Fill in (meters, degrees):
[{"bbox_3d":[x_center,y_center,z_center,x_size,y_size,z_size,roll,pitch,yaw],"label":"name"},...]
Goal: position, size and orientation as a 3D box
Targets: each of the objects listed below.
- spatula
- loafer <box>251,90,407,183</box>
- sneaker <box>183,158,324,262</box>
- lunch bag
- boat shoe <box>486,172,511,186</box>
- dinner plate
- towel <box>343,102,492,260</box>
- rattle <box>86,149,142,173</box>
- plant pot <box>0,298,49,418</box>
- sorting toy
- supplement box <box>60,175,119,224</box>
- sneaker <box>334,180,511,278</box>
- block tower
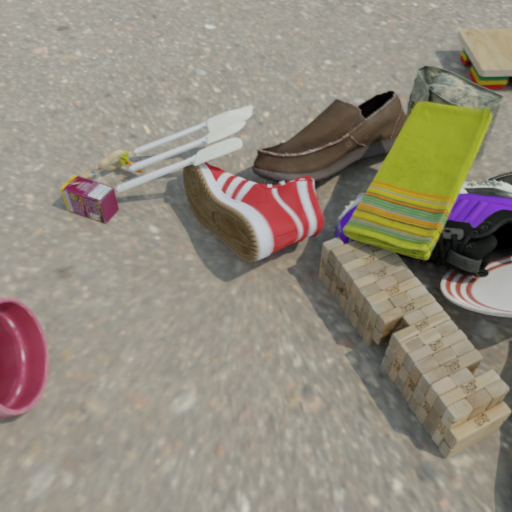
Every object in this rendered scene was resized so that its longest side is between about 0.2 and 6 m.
[{"bbox_3d":[-1.324,-1.985,10.392,2.614,0.210,1.817,-17,38,20],"label":"spatula"},{"bbox_3d":[1.413,-2.371,10.785,3.548,1.260,1.296,-23,29,-25],"label":"loafer"},{"bbox_3d":[-0.055,-1.020,9.864,1.706,1.081,3.034,-18,40,-24],"label":"sneaker"},{"bbox_3d":[3.744,-2.786,11.207,1.052,1.468,1.790,-35,57,-26],"label":"lunch bag"},{"bbox_3d":[5.666,-1.325,10.328,2.992,0.847,1.027,1,48,1],"label":"boat shoe"},{"bbox_3d":[4.353,0.333,8.265,3.111,0.377,3.111,-16,13,4],"label":"dinner plate"},{"bbox_3d":[2.640,-1.361,8.978,1.360,0.285,3.160,19,62,27],"label":"towel"},{"bbox_3d":[-2.762,-1.658,10.857,0.839,0.546,0.599,-35,98,-32],"label":"rattle"},{"bbox_3d":[-3.844,1.443,7.549,1.405,1.569,1.569,-11,48,10],"label":"plant pot"},{"bbox_3d":[5.953,-4.680,13.432,1.890,0.662,1.901,-2,48,-2],"label":"sorting toy"},{"bbox_3d":[-3.045,-1.042,10.261,0.885,0.579,0.457,20,50,15],"label":"supplement box"},{"bbox_3d":[3.030,-0.353,9.136,3.353,1.166,1.668,-7,43,-4],"label":"sneaker"},{"bbox_3d":[2.165,1.077,8.156,0.985,0.920,3.406,-20,52,-18],"label":"block tower"}]
